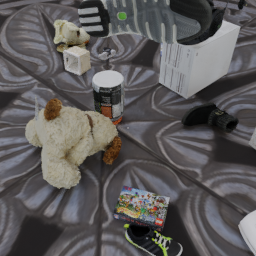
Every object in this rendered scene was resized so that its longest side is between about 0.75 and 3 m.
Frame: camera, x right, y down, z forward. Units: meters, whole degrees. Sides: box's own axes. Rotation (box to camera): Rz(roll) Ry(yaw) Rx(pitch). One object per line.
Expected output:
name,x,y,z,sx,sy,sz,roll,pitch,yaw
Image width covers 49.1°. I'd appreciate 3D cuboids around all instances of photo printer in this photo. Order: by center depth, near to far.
photo printer,3.381,2.268,5.920,1.761,0.612,1.465,-20,48,-19

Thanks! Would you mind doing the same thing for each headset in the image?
headset,2.233,-3.191,7.949,2.271,1.067,1.402,-28,69,14

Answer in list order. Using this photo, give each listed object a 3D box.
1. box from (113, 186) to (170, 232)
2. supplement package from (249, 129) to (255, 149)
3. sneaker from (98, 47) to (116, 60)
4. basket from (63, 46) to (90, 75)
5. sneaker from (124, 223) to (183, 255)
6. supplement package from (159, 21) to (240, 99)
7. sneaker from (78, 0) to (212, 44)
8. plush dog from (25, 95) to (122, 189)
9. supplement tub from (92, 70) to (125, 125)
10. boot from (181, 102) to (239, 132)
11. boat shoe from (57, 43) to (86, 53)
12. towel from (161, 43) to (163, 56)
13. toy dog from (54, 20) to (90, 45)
box,0.329,1.878,6.619,1.173,0.221,0.801,12,45,12
supplement package,4.511,0.470,7.465,1.127,1.085,1.981,-23,48,-22
sneaker,-0.977,-3.153,11.851,0.878,0.331,0.500,-27,49,-33
basket,-1.991,-2.647,10.958,0.842,0.834,0.677,25,45,25
sneaker,0.506,2.363,5.877,1.297,0.537,0.465,14,45,14
supplement package,2.519,-2.580,10.051,2.487,1.937,1.379,-31,51,-28
sneaker,0.440,-2.307,5.258,2.574,0.966,1.486,14,40,28
plush dog,-1.307,0.086,7.562,2.176,2.032,2.533,-2,38,-38
supplement tub,-0.574,-0.882,8.562,0.948,1.547,0.948,1,44,-1
boot,2.516,-0.224,8.573,1.513,0.569,1.131,-23,48,-23
boat shoe,-2.463,-3.523,12.170,1.271,0.398,0.466,1,44,1
towel,1.998,-3.550,12.367,1.142,0.185,1.555,5,46,3
toy dog,-2.335,-4.167,12.273,1.400,1.007,1.444,-12,-7,39
